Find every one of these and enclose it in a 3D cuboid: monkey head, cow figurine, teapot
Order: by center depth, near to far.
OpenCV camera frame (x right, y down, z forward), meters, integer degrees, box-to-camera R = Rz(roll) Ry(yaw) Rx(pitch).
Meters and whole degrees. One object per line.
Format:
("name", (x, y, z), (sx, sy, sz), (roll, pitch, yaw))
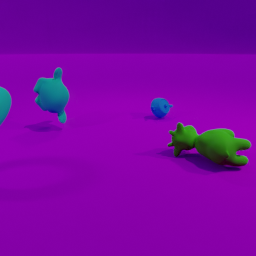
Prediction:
("cow figurine", (1.694, 0.365, 6.149), (1.450, 0.809, 1.474), (2, 14, -10))
("monkey head", (-2.139, -1.012, 8.387), (0.989, 1.641, 1.181), (9, 22, 24))
("teapot", (1.133, -0.724, 9.722), (1.145, 0.712, 0.561), (-7, -8, -41))

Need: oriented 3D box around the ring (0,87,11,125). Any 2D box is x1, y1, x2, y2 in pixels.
("ring", (-2.796, -0.202, 5.169), (1.453, 0.291, 1.453), (-16, 46, 18))
